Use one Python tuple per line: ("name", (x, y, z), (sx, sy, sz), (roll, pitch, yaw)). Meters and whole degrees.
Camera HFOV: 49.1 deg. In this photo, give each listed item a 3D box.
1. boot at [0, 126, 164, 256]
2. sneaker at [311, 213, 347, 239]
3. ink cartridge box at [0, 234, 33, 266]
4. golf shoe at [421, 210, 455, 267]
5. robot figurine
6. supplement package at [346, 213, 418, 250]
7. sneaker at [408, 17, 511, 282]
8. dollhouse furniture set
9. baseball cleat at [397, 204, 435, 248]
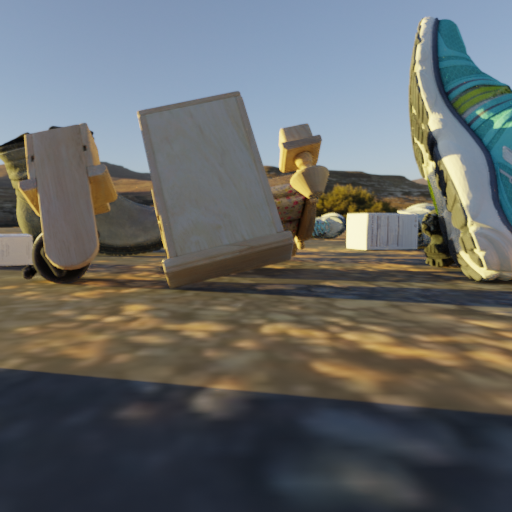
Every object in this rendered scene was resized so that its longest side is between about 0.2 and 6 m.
("boot", (-2.545, -1.058, 8.897), (2.988, 1.952, 1.012), (-2, 25, 2))
("sneaker", (1.764, -0.782, 17.010), (2.022, 0.785, 0.873), (-6, 12, 33))
("ink cartridge box", (-3.404, -0.068, 6.918), (1.150, 0.390, 0.662), (-2, 4, -27))
("golf shoe", (3.065, -0.286, 6.182), (1.151, 0.947, 2.436), (-2, 5, -34))
("robot figurine", (-1.789, -0.021, 5.136), (0.626, 0.520, 0.833), (7, 1, -20))
("supplement package", (2.431, -0.471, 10.818), (1.197, 0.702, 0.700), (-1, 4, -23))
("sneaker", (2.366, -1.222, 5.767), (1.362, 3.421, 1.326), (-12, -35, 8))
("dollhouse furniture set", (-0.567, 0.020, 5.960), (2.719, 1.557, 3.189), (-12, -24, -7))
("baseball cleat", (4.177, -0.562, 11.108), (3.345, 1.166, 1.780), (-7, 7, 43))
